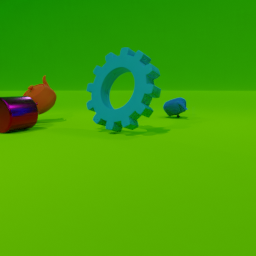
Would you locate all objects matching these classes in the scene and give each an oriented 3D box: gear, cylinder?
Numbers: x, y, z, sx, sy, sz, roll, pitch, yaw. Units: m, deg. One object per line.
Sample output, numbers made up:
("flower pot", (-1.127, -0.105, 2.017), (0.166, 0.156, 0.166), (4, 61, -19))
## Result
("gear", (-0.167, -0.950, 7.028), (2.053, 2.053, 0.380), (6, -6, 37))
("cylinder", (-2.977, -0.369, 7.276), (0.900, 0.900, 0.900), (4, 10, 28))

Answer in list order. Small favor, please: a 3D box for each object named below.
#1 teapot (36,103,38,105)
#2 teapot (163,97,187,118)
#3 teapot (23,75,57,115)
("teapot", (-3.224, -0.439, 8.228), (1.243, 0.773, 0.609), (-29, -9, 13))
("teapot", (1.794, -0.730, 10.394), (0.881, 0.693, 1.416), (-16, -4, -21))
("teapot", (-2.925, -1.040, 9.160), (1.106, 0.871, 1.780), (-10, 39, 22))
